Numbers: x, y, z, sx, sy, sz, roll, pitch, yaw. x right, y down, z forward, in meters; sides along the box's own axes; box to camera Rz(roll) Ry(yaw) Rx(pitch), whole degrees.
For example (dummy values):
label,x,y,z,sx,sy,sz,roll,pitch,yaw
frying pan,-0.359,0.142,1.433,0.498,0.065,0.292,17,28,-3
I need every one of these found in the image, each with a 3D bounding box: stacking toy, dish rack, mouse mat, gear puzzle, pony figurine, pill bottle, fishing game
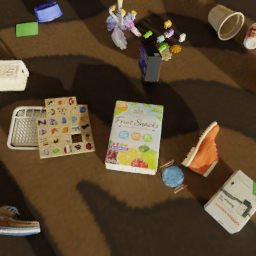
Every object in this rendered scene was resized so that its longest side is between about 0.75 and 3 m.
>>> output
label,x,y,z,sx,sy,sz,roll,pitch,yaw
stacking toy,1.782,-4.397,13.511,1.657,0.389,1.249,-34,67,-14
dish rack,-3.906,0.040,11.329,1.608,0.408,1.873,1,64,0
mouse mat,-5.009,-4.903,13.931,1.110,0.042,0.893,-8,64,-5
gear puzzle,1.547,-3.637,13.186,1.984,0.260,1.028,-8,65,-4
pony figurine,-0.274,-4.899,13.172,1.773,1.837,1.530,46,64,3
pill bottle,5.989,-4.409,13.334,0.673,0.673,1.191,22,66,10
fishing game,1.682,1.829,10.473,0.805,0.175,1.124,-35,67,6

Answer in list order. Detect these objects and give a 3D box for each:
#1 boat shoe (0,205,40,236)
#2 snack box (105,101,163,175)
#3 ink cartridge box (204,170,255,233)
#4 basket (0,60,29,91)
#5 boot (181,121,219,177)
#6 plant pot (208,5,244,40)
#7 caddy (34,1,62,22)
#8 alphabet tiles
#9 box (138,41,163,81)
label,x,y,z,sx,sy,sz,roll,pitch,yaw
boat shoe,-4.209,3.131,9.558,2.508,0.906,0.908,3,63,1
snack box,0.279,0.335,11.001,1.932,0.720,2.717,8,64,4
ink cartridge box,3.793,2.588,9.895,1.789,0.743,1.312,-42,71,-18
basket,-5.232,-2.231,12.082,1.540,1.044,0.950,-2,66,-1
boot,3.098,0.801,10.811,1.182,0.827,2.204,33,74,8
plant pot,4.581,-5.180,13.456,1.383,1.383,1.266,-22,55,-10
caddy,-3.978,-5.725,13.968,1.367,0.717,0.966,-26,46,-14
alphabet tiles,-2.575,-0.115,11.278,2.104,0.095,2.518,-7,67,-15
box,0.916,-2.884,12.012,0.630,1.127,1.597,-2,39,-9
